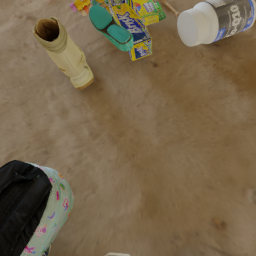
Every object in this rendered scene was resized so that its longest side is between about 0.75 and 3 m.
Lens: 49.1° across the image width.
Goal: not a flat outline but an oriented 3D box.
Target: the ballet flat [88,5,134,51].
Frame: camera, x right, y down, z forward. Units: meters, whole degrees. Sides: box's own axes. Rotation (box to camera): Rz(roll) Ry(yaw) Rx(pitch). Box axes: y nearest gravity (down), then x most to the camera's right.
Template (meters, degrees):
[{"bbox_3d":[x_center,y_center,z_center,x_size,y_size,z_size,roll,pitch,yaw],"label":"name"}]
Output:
[{"bbox_3d":[-0.497,-2.807,8.091,0.628,0.657,1.866,-40,65,-4],"label":"ballet flat"}]

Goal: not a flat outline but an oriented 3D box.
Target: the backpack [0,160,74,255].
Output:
[{"bbox_3d":[-2.114,1.724,5.295,1.878,1.424,2.250,29,80,18],"label":"backpack"}]

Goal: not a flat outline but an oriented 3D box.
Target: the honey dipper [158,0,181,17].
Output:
[{"bbox_3d":[1.599,-4.873,11.084,0.312,0.312,1.641,-24,59,-17],"label":"honey dipper"}]

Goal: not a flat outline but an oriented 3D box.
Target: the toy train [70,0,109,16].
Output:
[{"bbox_3d":[-0.969,-4.657,10.006,0.711,1.920,2.556,58,31,-6],"label":"toy train"}]

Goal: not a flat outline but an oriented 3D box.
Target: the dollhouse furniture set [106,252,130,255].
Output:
[{"bbox_3d":[0.852,2.912,4.140,2.604,2.458,1.699,5,68,2],"label":"dollhouse furniture set"}]

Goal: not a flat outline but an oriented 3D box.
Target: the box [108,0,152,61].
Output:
[{"bbox_3d":[0.045,-3.381,9.144,0.740,0.807,2.303,-21,67,-2],"label":"box"}]

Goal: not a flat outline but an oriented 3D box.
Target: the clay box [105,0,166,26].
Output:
[{"bbox_3d":[0.226,-4.209,10.298,2.123,0.505,1.220,-18,55,2],"label":"clay box"}]

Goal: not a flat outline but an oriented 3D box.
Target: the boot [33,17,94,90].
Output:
[{"bbox_3d":[-2.032,-2.474,8.246,0.904,1.931,2.485,-32,52,2],"label":"boot"}]

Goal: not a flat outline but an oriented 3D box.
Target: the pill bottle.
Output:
[{"bbox_3d":[3.010,-3.712,9.607,2.426,1.380,1.380,-24,57,-16],"label":"pill bottle"}]
